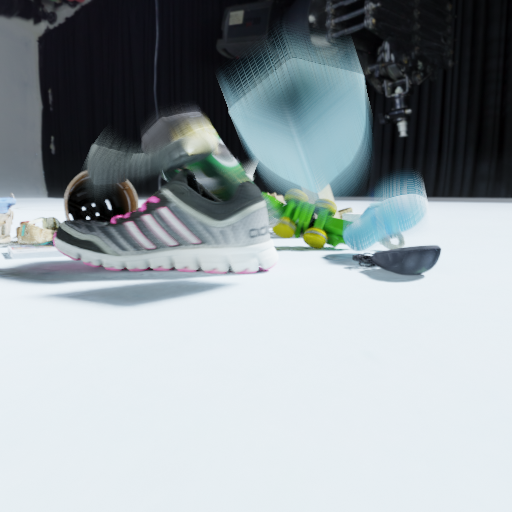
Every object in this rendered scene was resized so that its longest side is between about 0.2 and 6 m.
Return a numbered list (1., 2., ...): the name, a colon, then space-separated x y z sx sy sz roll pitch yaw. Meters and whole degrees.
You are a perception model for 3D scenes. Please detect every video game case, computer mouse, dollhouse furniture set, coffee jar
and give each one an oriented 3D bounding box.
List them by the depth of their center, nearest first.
1. computer mouse: 1.759 0.076 6.680 0.843 0.321 1.217 -2 -3 -16
2. coffee jar: -0.650 -1.039 7.844 0.883 2.070 1.079 -36 1 26
3. video game case: -3.176 -0.077 8.465 1.023 0.118 0.932 -5 9 -27
4. dollhouse furniture set: 0.774 -0.776 11.817 1.773 1.154 1.629 -20 -5 32

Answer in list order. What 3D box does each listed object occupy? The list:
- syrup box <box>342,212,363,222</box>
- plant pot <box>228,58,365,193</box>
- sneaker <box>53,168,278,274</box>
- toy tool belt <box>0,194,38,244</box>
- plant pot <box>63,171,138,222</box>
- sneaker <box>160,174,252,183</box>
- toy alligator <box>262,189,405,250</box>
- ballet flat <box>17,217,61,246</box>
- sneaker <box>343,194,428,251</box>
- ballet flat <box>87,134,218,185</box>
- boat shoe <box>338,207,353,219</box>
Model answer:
1. syrup box: 2.188 -0.570 10.675 0.544 0.526 1.337 5 9 37
2. plant pot: 0.546 -1.334 6.123 1.051 1.074 1.054 -44 49 -17
3. sneaker: -1.123 -0.462 6.955 2.820 1.233 1.040 1 7 8
4. toy tool belt: -4.710 -0.759 9.841 1.806 1.110 1.128 -6 10 -42
5. plant pot: -3.084 -0.900 10.802 1.347 1.347 1.333 -3 0 -25
6. sneaker: -0.953 -1.485 9.430 0.889 0.819 2.222 -29 58 -31
7. toy alligator: 1.132 -0.436 9.278 2.564 0.760 0.696 18 -26 7
8. ballet flat: -3.731 -0.463 10.051 0.517 0.479 1.466 1 7 8
9. sneaker: 1.945 -0.630 8.151 1.351 0.537 0.882 -27 10 39
10. ballet flat: -1.347 -1.258 6.874 1.917 0.545 0.637 -7 6 26
11. boat shoe: 1.289 -0.753 12.004 1.769 0.556 0.645 -2 8 -18
